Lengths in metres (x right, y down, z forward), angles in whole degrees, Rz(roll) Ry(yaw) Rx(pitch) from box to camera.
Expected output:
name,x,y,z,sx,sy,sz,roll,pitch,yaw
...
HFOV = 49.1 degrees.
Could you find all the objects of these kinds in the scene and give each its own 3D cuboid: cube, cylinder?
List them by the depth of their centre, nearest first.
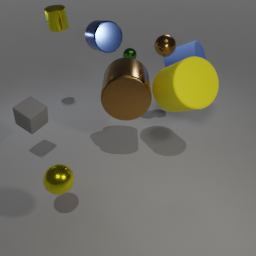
name,x,y,z,sx,sy,sz,roll,pitch,yaw
cylinder,-0.581,-2.160,6.600,0.700,0.700,0.700,-14,26,-22
cylinder,1.596,-1.191,8.020,1.400,1.400,1.400,-12,4,-19
cylinder,-0.050,-1.158,8.191,1.400,1.400,1.400,0,34,0
cube,-2.897,-0.388,8.384,0.700,0.700,0.700,30,49,15
cylinder,-2.438,-3.760,9.599,0.700,0.700,0.700,-2,41,2
cylinder,2.501,-2.896,12.159,1.400,1.400,1.400,-10,22,35

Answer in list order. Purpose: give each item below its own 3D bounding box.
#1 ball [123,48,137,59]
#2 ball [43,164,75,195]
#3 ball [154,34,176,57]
name,x,y,z,sx,sy,sz,roll,pitch,yaw
ball,0.092,-3.686,14.155,0.700,0.700,0.700,0,31,0
ball,-1.578,1.173,6.400,0.700,0.700,0.700,0,31,0
ball,1.205,-2.670,9.080,0.700,0.700,0.700,0,31,0
